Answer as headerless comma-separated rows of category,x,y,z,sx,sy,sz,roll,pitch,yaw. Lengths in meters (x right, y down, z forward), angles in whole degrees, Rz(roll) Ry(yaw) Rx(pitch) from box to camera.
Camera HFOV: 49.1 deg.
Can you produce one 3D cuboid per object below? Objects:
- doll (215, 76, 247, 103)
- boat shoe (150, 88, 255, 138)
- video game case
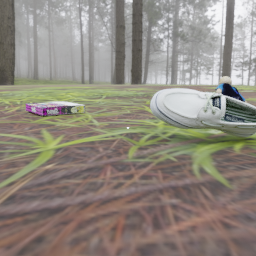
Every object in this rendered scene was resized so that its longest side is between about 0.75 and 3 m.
doll,2.876,-0.744,7.500,1.203,0.427,1.763,15,41,-27
boat shoe,1.700,-0.418,5.692,2.416,0.889,0.807,9,-21,-13
video game case,-2.745,-0.750,10.513,1.642,0.324,1.812,-7,13,-37
